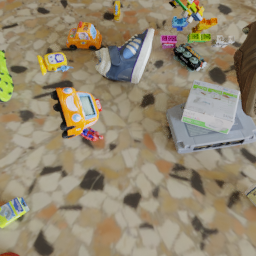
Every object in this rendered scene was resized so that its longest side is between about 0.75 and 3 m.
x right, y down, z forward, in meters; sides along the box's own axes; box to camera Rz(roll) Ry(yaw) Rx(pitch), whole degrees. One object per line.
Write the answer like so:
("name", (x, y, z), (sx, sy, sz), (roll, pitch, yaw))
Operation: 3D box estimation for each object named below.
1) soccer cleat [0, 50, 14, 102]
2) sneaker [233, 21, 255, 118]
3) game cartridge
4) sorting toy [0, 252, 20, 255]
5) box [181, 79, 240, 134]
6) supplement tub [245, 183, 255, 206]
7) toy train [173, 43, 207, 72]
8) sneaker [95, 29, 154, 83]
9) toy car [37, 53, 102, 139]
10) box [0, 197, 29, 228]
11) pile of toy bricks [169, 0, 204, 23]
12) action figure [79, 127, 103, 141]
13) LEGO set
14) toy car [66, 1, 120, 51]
("soccer cleat", (-4.727, -1.831, 9.958), (0.992, 0.827, 2.448), (-29, 64, 16))
("sneaker", (2.675, -1.273, 5.996), (0.852, 0.794, 2.255), (6, 72, 50))
("game cartridge", (2.612, -0.165, 8.962), (2.599, 0.526, 1.733), (-7, 60, -5))
("sorting toy", (-3.044, 4.027, 5.869), (0.969, 0.963, 2.795), (5, 56, 3))
("box", (2.533, -0.670, 8.600), (1.461, 0.706, 1.289), (16, 58, 11))
("supplement tub", (3.636, 1.893, 7.490), (0.605, 0.605, 0.835), (-26, 60, -16))
("toy train", (2.338, -2.678, 10.595), (0.786, 0.588, 1.380), (-26, 60, -27))
("sneaker", (-0.195, -2.902, 10.405), (1.920, 1.057, 2.623), (16, 63, 6))
("toy car", (-1.250, -0.991, 5.775), (0.886, 1.306, 2.662), (-16, 62, -15))
("box", (-3.136, 2.235, 7.521), (0.800, 0.191, 0.488), (-32, 63, -19))
("pile of toy bricks", (1.788, -4.065, 8.339), (0.911, 1.846, 1.024), (-59, 35, -1))
("action figure", (-1.364, 0.134, 8.869), (1.242, 0.321, 0.406), (18, 56, 8))
("LEGO set", (2.577, -3.721, 11.085), (2.840, 1.165, 1.083), (-1, 87, -6))
("toy car", (-1.416, -4.402, 11.462), (1.465, 0.994, 2.986), (18, 59, 11))
